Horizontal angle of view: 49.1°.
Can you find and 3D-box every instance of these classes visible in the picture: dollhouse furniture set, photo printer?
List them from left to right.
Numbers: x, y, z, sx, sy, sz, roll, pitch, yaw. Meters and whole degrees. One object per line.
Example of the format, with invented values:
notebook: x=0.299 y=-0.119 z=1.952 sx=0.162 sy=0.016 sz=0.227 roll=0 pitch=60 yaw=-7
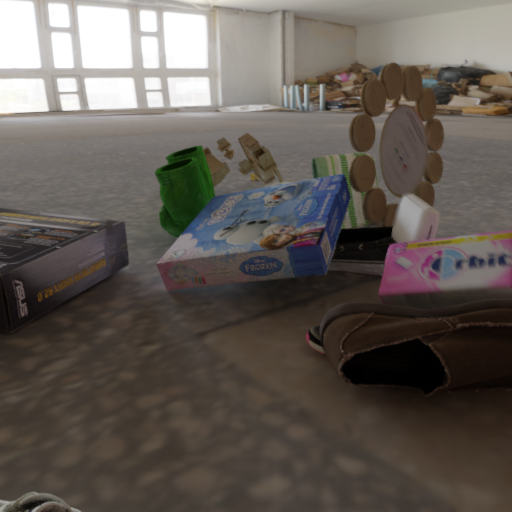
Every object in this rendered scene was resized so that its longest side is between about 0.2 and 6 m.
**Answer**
dollhouse furniture set: x=-1.047 y=-2.331 z=17.934 sx=3.130 sy=1.528 sz=2.670 roll=-34 pitch=36 yaw=-5
photo printer: x=2.571 y=-0.466 z=9.008 sx=0.344 sy=0.823 sz=0.990 roll=9 pitch=22 yaw=-12

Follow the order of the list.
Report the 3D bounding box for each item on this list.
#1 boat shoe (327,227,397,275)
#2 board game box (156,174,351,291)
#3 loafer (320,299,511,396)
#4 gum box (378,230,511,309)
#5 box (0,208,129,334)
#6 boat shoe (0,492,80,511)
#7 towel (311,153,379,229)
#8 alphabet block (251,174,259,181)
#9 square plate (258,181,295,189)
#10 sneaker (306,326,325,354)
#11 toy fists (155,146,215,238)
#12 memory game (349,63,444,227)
boat shoe: x=1.413 y=-0.236 z=10.981 sx=3.029 sy=0.858 sz=1.040 roll=4 pitch=25 yaw=8
board game box: x=0.080 y=-0.495 z=10.437 sx=2.940 sy=0.641 sz=2.954 roll=-8 pitch=27 yaw=22
loafer: x=2.309 y=1.262 z=6.670 sx=3.113 sy=1.137 sz=1.105 roll=-2 pitch=28 yaw=11
gum box: x=2.644 y=0.299 z=7.801 sx=1.830 sy=0.605 sz=1.039 roll=-7 pitch=40 yaw=31
box: x=-4.898 y=0.027 z=10.143 sx=4.021 sy=0.972 sz=3.184 roll=7 pitch=20 yaw=19
boat shoe: x=-1.648 y=2.177 z=4.152 sx=2.324 sy=0.764 sz=0.836 roll=10 pitch=21 yaw=28
towel: x=2.241 y=-1.531 z=13.500 sx=0.284 sy=1.855 sz=2.432 roll=-3 pitch=9 yaw=45
alphabet block: x=-0.044 y=-2.757 z=19.564 sx=0.224 sy=0.219 sz=0.220 roll=-11 pitch=19 yaw=-27
square plate: x=1.083 y=-1.955 z=17.055 sx=2.239 sy=0.322 sz=2.260 roll=9 pitch=21 yaw=25
sneaker: x=1.530 y=1.001 z=7.671 sx=1.673 sy=0.732 sz=0.617 roll=3 pitch=19 yaw=8
toy fists: x=-1.653 y=-1.444 z=13.350 sx=1.211 sy=1.796 sz=3.523 roll=-15 pitch=18 yaw=3
memory game: x=3.114 y=-2.260 z=12.141 sx=3.764 sy=3.764 sz=0.240 roll=-18 pitch=18 yaw=-42
